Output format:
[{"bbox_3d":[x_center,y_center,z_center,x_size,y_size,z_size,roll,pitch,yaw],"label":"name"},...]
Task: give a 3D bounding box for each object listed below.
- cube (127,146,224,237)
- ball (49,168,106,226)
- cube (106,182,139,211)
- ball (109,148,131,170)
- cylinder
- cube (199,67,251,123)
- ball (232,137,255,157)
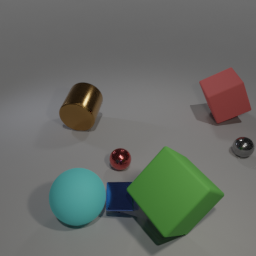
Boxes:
[{"bbox_3d":[1.125,1.502,6.559,1.400,1.400,1.400,46,10,33],"label":"cube"},{"bbox_3d":[-1.257,1.705,7.018,1.400,1.400,1.400,0,31,0],"label":"ball"},{"bbox_3d":[-0.129,1.771,7.241,0.700,0.700,0.700,-3,-15,13],"label":"cube"},{"bbox_3d":[-0.243,0.986,8.917,0.700,0.700,0.700,0,31,0],"label":"ball"},{"bbox_3d":[-1.824,-0.846,11.059,1.400,1.400,1.400,5,44,9],"label":"cylinder"},{"bbox_3d":[3.888,-1.315,11.283,1.400,1.400,1.400,-23,33,14],"label":"cube"},{"bbox_3d":[3.913,0.646,9.498,0.700,0.700,0.700,0,31,0],"label":"ball"}]
